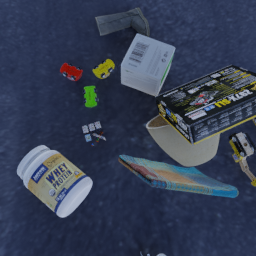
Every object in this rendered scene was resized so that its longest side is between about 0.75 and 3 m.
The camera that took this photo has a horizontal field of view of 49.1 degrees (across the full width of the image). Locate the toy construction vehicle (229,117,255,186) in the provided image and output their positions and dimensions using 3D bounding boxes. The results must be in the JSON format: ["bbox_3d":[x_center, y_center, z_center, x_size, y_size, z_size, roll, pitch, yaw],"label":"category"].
[{"bbox_3d":[4.597,0.659,9.848,1.992,0.806,2.288,-20,73,-19],"label":"toy construction vehicle"}]

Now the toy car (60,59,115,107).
[{"bbox_3d":[-1.491,-1.641,10.771,2.115,0.472,1.990,-7,70,-2],"label":"toy car"}]

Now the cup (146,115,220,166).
[{"bbox_3d":[2.047,0.230,9.289,2.411,2.411,1.724,-27,101,-10],"label":"cup"}]

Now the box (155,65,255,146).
[{"bbox_3d":[2.297,-0.734,7.411,2.617,0.646,2.090,-24,31,-7],"label":"box"}]

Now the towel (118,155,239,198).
[{"bbox_3d":[1.139,1.099,6.489,2.376,1.742,0.258,14,94,-27],"label":"towel"}]

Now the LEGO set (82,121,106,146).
[{"bbox_3d":[-1.239,0.249,10.262,0.678,0.223,0.908,-18,59,-6],"label":"LEGO set"}]

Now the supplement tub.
[{"bbox_3d":[-2.355,1.660,9.003,2.069,1.494,1.494,36,74,13],"label":"supplement tub"}]

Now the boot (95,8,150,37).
[{"bbox_3d":[-0.243,-4.205,11.592,1.952,0.708,1.775,-15,56,-13],"label":"boot"}]

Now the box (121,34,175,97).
[{"bbox_3d":[0.717,-2.327,10.543,1.571,1.346,1.564,22,71,6],"label":"box"}]

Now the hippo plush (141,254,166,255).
[{"bbox_3d":[0.793,4.177,8.585,0.825,0.818,1.026,-8,83,-35],"label":"hippo plush"}]
